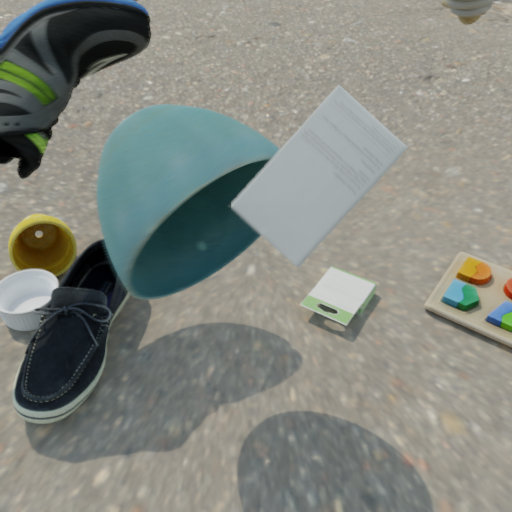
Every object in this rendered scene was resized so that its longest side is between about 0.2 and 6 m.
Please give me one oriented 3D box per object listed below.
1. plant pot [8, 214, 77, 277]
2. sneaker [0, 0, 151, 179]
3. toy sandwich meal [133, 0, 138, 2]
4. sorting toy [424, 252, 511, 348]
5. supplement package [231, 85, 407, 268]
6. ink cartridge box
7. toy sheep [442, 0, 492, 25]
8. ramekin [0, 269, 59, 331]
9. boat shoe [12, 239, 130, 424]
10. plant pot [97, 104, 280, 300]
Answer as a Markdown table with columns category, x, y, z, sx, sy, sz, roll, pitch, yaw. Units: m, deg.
| category | x | y | z | sx | sy | sz | roll | pitch | yaw |
| --- | --- | --- | --- | --- | --- | --- | --- | --- | --- |
| plant pot | -3.404 | -0.233 | 8.871 | 0.975 | 0.975 | 0.918 | -17 | 27 | -19 |
| sneaker | -2.592 | -1.699 | 6.282 | 3.470 | 1.230 | 1.438 | -38 | 88 | -15 |
| toy sandwich meal | -2.329 | -4.934 | 9.668 | 1.157 | 1.157 | 0.396 | 10 | 24 | 11 |
| sorting toy | 3.495 | 0.582 | 8.322 | 1.496 | 0.295 | 1.617 | 25 | 46 | 27 |
| supplement package | 0.485 | -0.610 | 4.495 | 0.714 | 1.222 | 0.717 | 43 | 8 | 0 |
| ink cartridge box | 1.215 | 0.636 | 8.287 | 0.772 | 0.254 | 1.060 | 22 | 45 | 24 |
| toy sheep | 2.495 | -3.178 | 6.546 | 0.663 | 0.962 | 0.663 | -11 | 44 | 11 |
| ramekin | -3.292 | 0.655 | 8.115 | 0.922 | 0.449 | 0.922 | 0 | 41 | 0 |
| boat shoe | -2.414 | 0.863 | 7.527 | 1.093 | 0.912 | 2.930 | 8 | 42 | 7 |
| plant pot | -0.752 | -0.692 | 5.436 | 1.938 | 1.938 | 1.305 | -28 | 70 | -29 |
